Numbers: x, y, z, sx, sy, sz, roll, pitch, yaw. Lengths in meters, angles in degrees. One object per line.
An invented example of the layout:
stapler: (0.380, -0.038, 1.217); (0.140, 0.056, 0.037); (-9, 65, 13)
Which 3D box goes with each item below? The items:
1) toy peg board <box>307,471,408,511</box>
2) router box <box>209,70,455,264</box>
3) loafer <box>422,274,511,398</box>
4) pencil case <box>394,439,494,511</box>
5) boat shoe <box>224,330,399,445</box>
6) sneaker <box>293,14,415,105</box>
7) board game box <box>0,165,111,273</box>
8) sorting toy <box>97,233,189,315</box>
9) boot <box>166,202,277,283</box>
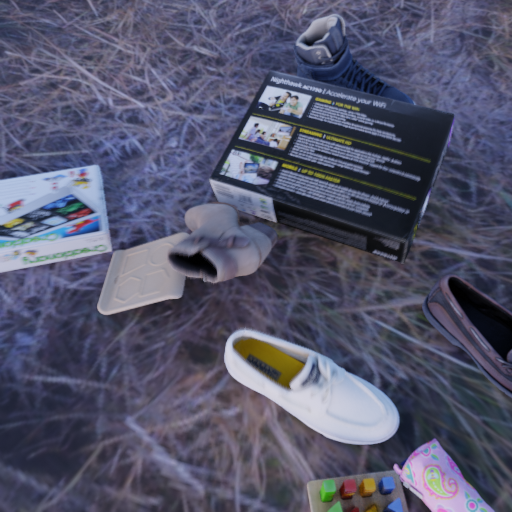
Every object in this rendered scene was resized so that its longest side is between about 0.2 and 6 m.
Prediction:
toy peg board: (1.548, 3.780, 7.928); (1.406, 0.690, 1.411); (-6, 55, -4)
router box: (1.543, -1.925, 11.354); (4.078, 1.041, 3.041); (20, 69, 17)
loafer: (4.198, 1.467, 9.420); (1.105, 0.968, 3.073); (-38, 63, -24)
pencil case: (2.880, 3.598, 7.975); (0.844, 0.844, 1.931); (-30, 59, -20)
boat shoe: (0.848, 1.990, 8.783); (2.983, 1.041, 1.057); (27, 68, 13)
sneaker: (2.191, -4.110, 12.609); (3.042, 2.198, 1.156); (25, 71, 18)
board game box: (-4.686, -0.691, 11.064); (3.372, 0.584, 2.129); (-11, 50, -10)
sorting toy: (-2.017, 0.345, 10.364); (1.656, 0.302, 1.532); (-12, 46, 18)
boot: (-0.906, -0.260, 10.114); (2.513, 0.883, 1.837); (13, 28, 37)
